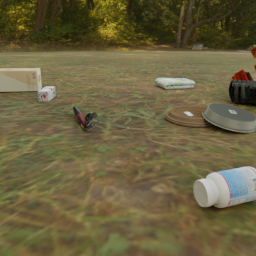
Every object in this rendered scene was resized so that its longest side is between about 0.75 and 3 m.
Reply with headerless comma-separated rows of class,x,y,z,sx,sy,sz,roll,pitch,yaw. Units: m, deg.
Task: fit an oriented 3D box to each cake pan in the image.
cake pan,2.654,-0.301,7.250,1.403,0.257,1.403,8,25,-4

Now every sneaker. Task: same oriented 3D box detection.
sneaker,4.196,-1.102,9.194,1.309,0.933,2.639,-3,13,-3

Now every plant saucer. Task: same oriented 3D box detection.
plant saucer,1.863,-0.355,7.880,1.615,0.238,1.615,0,19,0

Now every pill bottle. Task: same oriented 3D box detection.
pill bottle,1.375,0.824,3.858,0.876,0.477,0.477,-6,19,-18

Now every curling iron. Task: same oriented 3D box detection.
curling iron,-1.222,-0.325,7.637,0.497,0.256,2.005,-43,25,-8

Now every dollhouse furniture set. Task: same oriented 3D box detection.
dollhouse furniture set,5.360,-2.290,11.275,1.107,2.149,2.126,-17,-9,-37

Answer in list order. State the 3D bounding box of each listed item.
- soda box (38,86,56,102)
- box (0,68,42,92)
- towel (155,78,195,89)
soda box,-3.011,-1.280,10.449,0.362,0.389,1.140,0,17,0
box,-4.970,-2.062,11.999,2.301,0.895,1.093,-3,18,-10
towel,2.148,-2.078,12.929,1.529,0.368,1.309,-5,18,-14
